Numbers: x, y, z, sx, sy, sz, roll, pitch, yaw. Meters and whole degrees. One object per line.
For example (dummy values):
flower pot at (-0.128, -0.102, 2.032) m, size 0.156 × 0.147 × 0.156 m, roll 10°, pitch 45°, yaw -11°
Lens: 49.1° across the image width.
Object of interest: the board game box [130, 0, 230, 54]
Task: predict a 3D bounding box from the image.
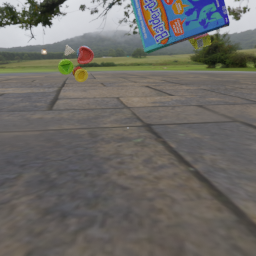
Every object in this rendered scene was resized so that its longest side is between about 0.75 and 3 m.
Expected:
board game box at (1.271, -3.074, 7.157) m, size 2.208 × 1.679 × 0.497 m, roll -15°, pitch 5°, yaw 20°

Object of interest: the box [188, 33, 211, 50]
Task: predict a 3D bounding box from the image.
box at (1.925, -2.588, 7.866) m, size 0.453 × 0.302 × 1.204 m, roll -17°, pitch 35°, yaw 8°

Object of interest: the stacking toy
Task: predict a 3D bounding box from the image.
stacking toy at (-1.750, -2.205, 9.198) m, size 1.063 × 1.175 × 0.496 m, roll 11°, pitch 25°, yaw -33°
